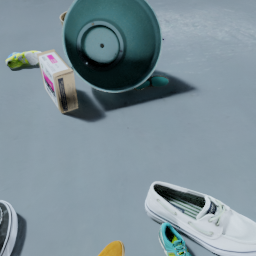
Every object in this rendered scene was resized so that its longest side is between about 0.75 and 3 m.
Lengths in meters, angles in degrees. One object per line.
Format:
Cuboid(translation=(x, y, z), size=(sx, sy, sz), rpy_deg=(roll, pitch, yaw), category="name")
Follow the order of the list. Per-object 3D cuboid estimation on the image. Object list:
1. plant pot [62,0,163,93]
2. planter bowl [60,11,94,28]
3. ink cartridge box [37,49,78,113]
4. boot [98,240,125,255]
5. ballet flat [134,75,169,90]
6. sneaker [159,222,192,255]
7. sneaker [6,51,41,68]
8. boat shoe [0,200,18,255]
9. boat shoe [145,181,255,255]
Cuboid(translation=(-0.650, -2.605, 8.674), size=(2.906, 2.906, 1.947), rpy_deg=(-14, 14, -15), category="plant pot")
Cuboid(translation=(-1.722, -3.818, 10.949), size=(1.698, 1.143, 1.698), rpy_deg=(0, 42, 0), category="planter bowl")
Cuboid(translation=(-2.047, -1.374, 8.155), size=(0.573, 1.257, 1.526), rpy_deg=(-22, 46, -22), category="ink cartridge box")
Cuboid(translation=(-0.899, 2.206, 4.094), size=(1.274, 0.626, 1.780), rpy_deg=(41, 58, -14), category="boot")
Cuboid(translation=(0.690, -1.492, 8.973), size=(1.171, 0.397, 0.441), rpy_deg=(-12, 31, -9), category="ballet flat")
Cuboid(translation=(0.873, 2.160, 4.844), size=(0.441, 0.453, 1.137), rpy_deg=(-20, 47, -21), category="sneaker")
Cuboid(translation=(-3.722, -2.582, 10.056), size=(1.335, 0.505, 0.701), rpy_deg=(-16, 44, -15), category="sneaker")
Cuboid(translation=(-2.743, 2.213, 4.409), size=(1.022, 0.946, 2.769), rpy_deg=(12, 43, 13), category="boat shoe")
Cuboid(translation=(1.415, 1.656, 5.148), size=(2.346, 0.783, 0.863), rpy_deg=(13, 44, 14), category="boat shoe")
